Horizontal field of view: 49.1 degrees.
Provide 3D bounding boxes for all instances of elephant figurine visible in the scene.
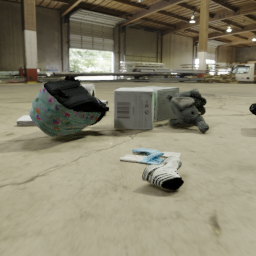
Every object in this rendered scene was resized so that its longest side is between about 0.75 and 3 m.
[{"bbox_3d":[2.187,-0.620,10.631,1.640,1.495,2.114,-26,13,34],"label":"elephant figurine"}]

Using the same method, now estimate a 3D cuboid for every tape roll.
[{"bbox_3d":[-2.465,-1.873,16.294,0.933,1.360,1.360,1,12,6],"label":"tape roll"}]

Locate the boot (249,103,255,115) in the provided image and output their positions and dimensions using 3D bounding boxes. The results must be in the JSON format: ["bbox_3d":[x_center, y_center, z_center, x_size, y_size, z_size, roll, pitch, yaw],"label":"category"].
[{"bbox_3d":[5.134,-0.445,10.080,1.557,0.576,1.276,31,10,7],"label":"boot"}]

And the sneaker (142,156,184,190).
[{"bbox_3d":[0.855,0.923,5.396,0.661,0.434,1.149,27,26,36],"label":"sneaker"}]

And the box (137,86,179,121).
[{"bbox_3d":[1.240,-1.151,12.697,1.610,1.379,1.602,-13,18,-43],"label":"box"}]

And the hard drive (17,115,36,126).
[{"bbox_3d":[-3.431,-0.332,11.550,1.917,0.256,1.265,-2,12,-7],"label":"hard drive"}]

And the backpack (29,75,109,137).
[{"bbox_3d":[-1.996,-0.671,9.218,2.018,1.531,2.418,37,18,11],"label":"backpack"}]

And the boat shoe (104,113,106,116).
[{"bbox_3d":[-1.388,-0.705,13.065,0.377,0.371,1.011,6,13,25],"label":"boat shoe"}]

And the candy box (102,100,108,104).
[{"bbox_3d":[-1.701,-1.650,17.977,0.782,0.239,0.533,-2,11,-12],"label":"candy box"}]

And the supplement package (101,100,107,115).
[{"bbox_3d":[-1.537,-1.041,14.025,0.662,0.637,1.163,-5,13,-21],"label":"supplement package"}]

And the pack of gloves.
[{"bbox_3d":[0.589,0.617,6.964,1.297,0.256,1.090,5,14,21],"label":"pack of gloves"}]

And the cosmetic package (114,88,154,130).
[{"bbox_3d":[0.274,-0.795,10.827,1.443,1.452,1.735,1,12,5],"label":"cosmetic package"}]
